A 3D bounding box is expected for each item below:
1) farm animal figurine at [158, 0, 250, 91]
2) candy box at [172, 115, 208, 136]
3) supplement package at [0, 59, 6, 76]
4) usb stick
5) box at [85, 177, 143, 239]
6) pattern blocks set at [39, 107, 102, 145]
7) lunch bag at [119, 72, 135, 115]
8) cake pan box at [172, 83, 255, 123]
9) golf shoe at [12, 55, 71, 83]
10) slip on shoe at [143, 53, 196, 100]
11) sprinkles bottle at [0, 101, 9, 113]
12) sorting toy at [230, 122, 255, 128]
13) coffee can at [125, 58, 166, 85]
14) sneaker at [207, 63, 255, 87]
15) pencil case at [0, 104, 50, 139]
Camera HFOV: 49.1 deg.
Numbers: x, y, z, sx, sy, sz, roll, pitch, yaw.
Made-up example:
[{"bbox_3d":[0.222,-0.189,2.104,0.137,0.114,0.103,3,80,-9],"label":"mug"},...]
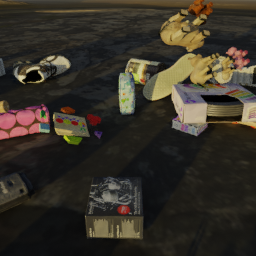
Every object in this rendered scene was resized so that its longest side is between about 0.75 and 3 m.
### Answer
[{"bbox_3d":[2.498,-2.682,9.609,2.316,2.868,1.442,-41,8,-30],"label":"farm animal figurine"},{"bbox_3d":[1.931,-0.141,8.712,0.875,0.313,0.734,21,35,34],"label":"candy box"},{"bbox_3d":[-6.550,-2.780,13.092,0.998,0.768,1.044,10,32,18],"label":"supplement package"},{"bbox_3d":[-3.314,1.633,5.258,3.000,0.489,0.832,-20,34,-33],"label":"usb stick"},{"bbox_3d":[-0.229,1.504,5.394,1.018,0.582,1.118,-1,28,1],"label":"box"},{"bbox_3d":[-1.640,-0.083,8.135,1.851,0.150,1.627,15,33,-19],"label":"pattern blocks set"},{"bbox_3d":[-0.029,-1.200,9.613,0.539,1.308,1.051,-2,29,0],"label":"lunch bag"},{"bbox_3d":[2.740,-0.842,9.007,2.392,0.679,2.597,-2,22,3],"label":"cake pan box"},{"bbox_3d":[-3.711,-2.513,12.619,2.699,1.049,1.275,-19,50,-26],"label":"golf shoe"},{"bbox_3d":[1.642,-1.910,10.853,2.512,0.931,0.769,-39,-2,-7],"label":"slip on shoe"},{"bbox_3d":[-3.506,-0.494,7.119,0.900,0.307,0.307,-7,28,7],"label":"sprinkles bottle"},{"bbox_3d":[3.972,-0.394,9.241,1.645,0.324,1.777,16,28,27],"label":"sorting toy"},{"bbox_3d":[0.776,-2.364,12.014,1.451,1.062,1.062,16,32,27],"label":"coffee can"},{"bbox_3d":[4.750,-2.249,12.091,2.824,1.061,1.145,14,11,30],"label":"sneaker"},{"bbox_3d":[-3.384,-0.197,8.273,2.061,0.935,0.965,-9,15,-20],"label":"pencil case"}]
